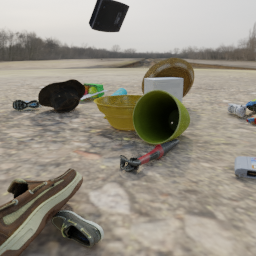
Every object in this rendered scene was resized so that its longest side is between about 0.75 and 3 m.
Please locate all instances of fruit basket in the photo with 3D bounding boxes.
[{"bbox_3d":[-2.633,-2.143,17.683,1.986,1.005,2.144,14,36,42],"label":"fruit basket"}]

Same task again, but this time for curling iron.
[{"bbox_3d":[0.750,0.653,8.099,0.710,0.366,2.863,11,19,37],"label":"curling iron"}]

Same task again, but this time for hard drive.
[{"bbox_3d":[-0.606,-3.578,8.909,0.319,1.016,1.506,38,31,19],"label":"hard drive"}]

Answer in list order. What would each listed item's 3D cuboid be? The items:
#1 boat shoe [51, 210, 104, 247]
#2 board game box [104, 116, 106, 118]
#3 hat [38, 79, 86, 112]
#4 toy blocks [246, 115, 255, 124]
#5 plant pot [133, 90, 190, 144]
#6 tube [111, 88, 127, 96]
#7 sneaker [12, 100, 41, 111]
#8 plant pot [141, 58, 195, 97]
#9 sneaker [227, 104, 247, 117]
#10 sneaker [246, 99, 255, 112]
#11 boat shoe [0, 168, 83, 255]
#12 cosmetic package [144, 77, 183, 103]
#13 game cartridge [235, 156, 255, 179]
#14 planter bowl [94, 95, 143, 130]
[{"bbox_3d":[-0.886,1.630,4.552,1.024,0.366,0.306,10,18,29],"label":"boat shoe"},{"bbox_3d":[-0.741,-0.479,12.732,0.757,0.113,0.362,7,16,33],"label":"board game box"},{"bbox_3d":[-3.155,-1.334,13.921,2.408,0.971,2.408,-19,-24,-9],"label":"hat"},{"bbox_3d":[5.418,-0.349,11.778,0.637,0.466,0.933,-11,14,1],"label":"toy blocks"},{"bbox_3d":[1.401,-0.331,9.671,1.744,1.744,1.864,11,5,35],"label":"plant pot"},{"bbox_3d":[-0.684,-1.755,16.524,1.058,0.689,2.732,-8,17,16],"label":"tube"},{"bbox_3d":[-5.257,-1.136,14.598,1.484,0.581,0.667,1,-5,-1],"label":"sneaker"},{"bbox_3d":[2.186,-2.315,14.879,2.953,2.953,0.406,-3,44,-12],"label":"plant pot"},{"bbox_3d":[5.074,-0.836,13.240,0.828,0.542,1.441,9,12,30],"label":"sneaker"},{"bbox_3d":[6.164,-0.915,13.065,0.855,0.999,2.412,-26,-5,12],"label":"sneaker"},{"bbox_3d":[-1.568,1.153,4.728,0.895,0.897,2.424,-41,2,20],"label":"boat shoe"},{"bbox_3d":[1.744,-1.624,13.852,1.688,1.694,1.041,-6,17,-24],"label":"cosmetic package"},{"bbox_3d":[3.433,1.018,6.993,1.456,0.302,0.970,5,20,19],"label":"game cartridge"},{"bbox_3d":[-0.004,-0.586,11.171,2.677,1.115,2.677,0,16,0],"label":"planter bowl"}]
